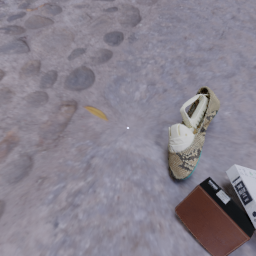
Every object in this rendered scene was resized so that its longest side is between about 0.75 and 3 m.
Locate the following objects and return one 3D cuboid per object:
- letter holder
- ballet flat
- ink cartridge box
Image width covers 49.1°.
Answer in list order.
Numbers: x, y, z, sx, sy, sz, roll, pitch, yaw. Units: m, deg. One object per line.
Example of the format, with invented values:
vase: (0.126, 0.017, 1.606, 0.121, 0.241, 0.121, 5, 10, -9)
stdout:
letter holder: (1.933, 2.041, 6.352, 1.448, 1.029, 0.728, 47, 30, 21)
ballet flat: (1.665, -0.048, 7.607, 0.982, 1.090, 2.895, -1, 47, 45)
ink cartridge box: (3.040, 1.746, 6.404, 0.955, 0.376, 1.920, 19, 36, -28)
